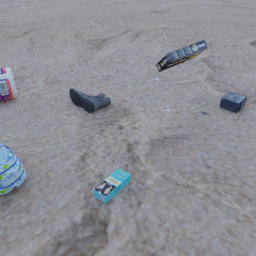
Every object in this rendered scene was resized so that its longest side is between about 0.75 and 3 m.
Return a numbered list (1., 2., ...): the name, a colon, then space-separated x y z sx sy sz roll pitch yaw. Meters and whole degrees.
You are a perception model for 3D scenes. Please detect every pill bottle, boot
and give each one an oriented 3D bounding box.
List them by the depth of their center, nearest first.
1. pill bottle: -6.019 -1.694 11.718 2.355 1.312 1.312 -15 35 -22
2. boot: -1.609 -1.242 11.819 1.129 0.598 1.715 -25 51 -38

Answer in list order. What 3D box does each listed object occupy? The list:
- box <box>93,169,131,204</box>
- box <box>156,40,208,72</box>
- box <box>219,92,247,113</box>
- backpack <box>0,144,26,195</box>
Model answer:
1. box: -0.422 1.552 7.617 0.442 0.264 1.073 22 39 31
2. box: 1.486 -2.017 7.860 1.198 0.294 0.965 -23 -1 -16
3. box: 4.310 -1.060 11.503 0.779 0.480 0.772 27 41 35
4. backpack: -3.599 1.098 7.622 1.690 1.300 1.379 35 44 23
